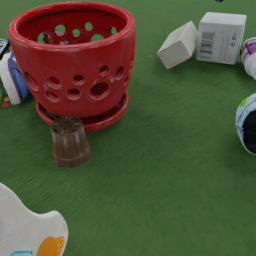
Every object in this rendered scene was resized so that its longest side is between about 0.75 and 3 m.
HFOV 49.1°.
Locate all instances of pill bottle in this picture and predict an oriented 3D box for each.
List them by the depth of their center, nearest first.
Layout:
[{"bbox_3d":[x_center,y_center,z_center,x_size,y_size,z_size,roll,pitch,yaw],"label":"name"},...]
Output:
[{"bbox_3d":[4.298,-2.259,9.273,0.941,0.941,1.675,5,39,5],"label":"pill bottle"}]

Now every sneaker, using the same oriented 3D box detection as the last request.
[{"bbox_3d":[-2.693,-1.799,8.563,2.022,1.112,2.761,-14,36,-12],"label":"sneaker"},{"bbox_3d":[-2.540,-3.293,10.650,1.063,0.769,2.175,-24,48,-25],"label":"sneaker"}]

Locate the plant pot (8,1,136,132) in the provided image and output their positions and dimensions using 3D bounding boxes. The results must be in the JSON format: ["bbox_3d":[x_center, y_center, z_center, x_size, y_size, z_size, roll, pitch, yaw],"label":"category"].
[{"bbox_3d":[-1.227,-1.447,7.014,2.831,2.578,2.831,0,39,0],"label":"plant pot"}]

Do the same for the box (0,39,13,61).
[{"bbox_3d":[-5.261,-2.307,9.645,1.832,0.534,2.676,-3,40,-3],"label":"box"}]

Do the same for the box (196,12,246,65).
[{"bbox_3d":[3.288,-3.204,9.968,1.432,1.425,1.227,13,40,20],"label":"box"}]

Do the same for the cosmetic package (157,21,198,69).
[{"bbox_3d":[1.846,-2.996,10.020,1.004,0.709,1.938,-22,26,38],"label":"cosmetic package"}]

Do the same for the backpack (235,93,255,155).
[{"bbox_3d":[3.554,-0.061,6.198,2.207,1.800,1.697,-6,32,3],"label":"backpack"}]

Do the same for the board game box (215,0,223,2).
[{"bbox_3d":[1.364,-4.568,7.260,2.915,1.749,0.471,33,70,20],"label":"board game box"}]

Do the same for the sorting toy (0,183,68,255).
[{"bbox_3d":[-2.237,1.508,3.720,2.521,2.270,1.347,-5,40,-5],"label":"sorting toy"}]

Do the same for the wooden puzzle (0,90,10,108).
[{"bbox_3d":[-4.190,-0.794,8.164,1.552,0.109,0.920,-8,41,-10],"label":"wooden puzzle"}]

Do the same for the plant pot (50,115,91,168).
[{"bbox_3d":[-1.320,0.270,6.278,0.913,0.904,0.913,0,41,0],"label":"plant pot"}]
